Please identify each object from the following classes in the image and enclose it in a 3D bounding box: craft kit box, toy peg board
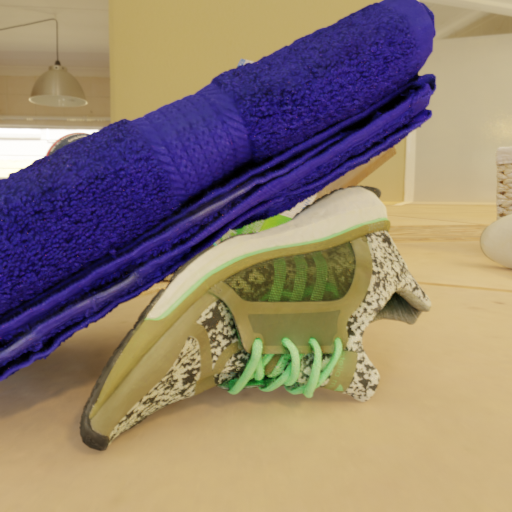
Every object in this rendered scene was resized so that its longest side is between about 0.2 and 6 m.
[{"bbox_3d":[-0.013,-1.316,7.582,0.606,2.499,2.468,23,10,-35],"label":"craft kit box"},{"bbox_3d":[1.597,-1.794,10.921,2.019,0.992,2.028,-39,-4,16],"label":"toy peg board"}]

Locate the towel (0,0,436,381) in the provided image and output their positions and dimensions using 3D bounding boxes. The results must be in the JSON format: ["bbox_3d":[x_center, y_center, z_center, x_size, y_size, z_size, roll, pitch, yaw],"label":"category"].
[{"bbox_3d":[-0.579,-0.190,3.355,3.082,0.764,2.276,-30,0,-13],"label":"towel"}]

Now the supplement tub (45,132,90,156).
[{"bbox_3d":[-2.813,-1.378,9.673,1.350,1.350,1.923,-4,18,-33],"label":"supplement tub"}]

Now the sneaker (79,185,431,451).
[{"bbox_3d":[0.202,0.398,2.940,2.288,1.014,0.880,-30,-19,-34],"label":"sneaker"}]

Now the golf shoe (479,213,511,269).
[{"bbox_3d":[3.754,-0.108,7.141,1.141,0.919,2.347,-11,11,-32],"label":"golf shoe"}]

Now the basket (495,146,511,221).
[{"bbox_3d":[5.514,-0.893,9.044,2.381,1.915,2.359,-2,7,-25],"label":"basket"}]

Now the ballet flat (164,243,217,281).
[{"bbox_3d":[-1.339,-0.076,7.119,2.069,0.702,0.749,24,41,35],"label":"ballet flat"}]
